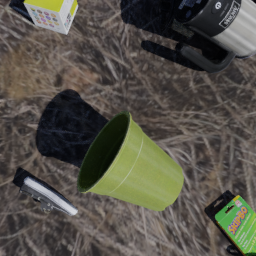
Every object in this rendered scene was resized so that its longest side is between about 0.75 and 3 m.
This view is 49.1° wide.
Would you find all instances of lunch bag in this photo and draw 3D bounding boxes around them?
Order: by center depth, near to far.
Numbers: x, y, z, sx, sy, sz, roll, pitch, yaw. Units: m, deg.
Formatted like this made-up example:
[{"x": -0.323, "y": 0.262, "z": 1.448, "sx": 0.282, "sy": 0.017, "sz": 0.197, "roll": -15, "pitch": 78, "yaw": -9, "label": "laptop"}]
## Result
[{"x": 2.190, "y": -4.144, "z": 9.643, "sx": 1.024, "sy": 1.232, "sz": 1.469, "roll": 33, "pitch": 78, "yaw": 8, "label": "lunch bag"}]

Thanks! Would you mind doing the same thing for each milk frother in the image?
[{"x": 2.613, "y": -3.596, "z": 9.251, "sx": 2.700, "sy": 2.591, "sz": 2.871, "roll": 19, "pitch": 40, "yaw": -30, "label": "milk frother"}]

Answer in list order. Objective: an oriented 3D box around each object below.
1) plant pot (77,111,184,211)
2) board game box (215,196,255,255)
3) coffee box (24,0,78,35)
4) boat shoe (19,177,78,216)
[{"x": 0.210, "y": 1.116, "z": 7.578, "sx": 2.258, "sy": 2.377, "sz": 2.377, "roll": 33, "pitch": 76, "yaw": -20, "label": "plant pot"}, {"x": 3.615, "y": 3.168, "z": 8.235, "sx": 1.057, "sy": 0.332, "sz": 2.212, "roll": -37, "pitch": 81, "yaw": -11, "label": "board game box"}, {"x": -2.596, "y": -4.256, "z": 9.666, "sx": 1.255, "sy": 1.243, "sz": 1.257, "roll": 17, "pitch": 76, "yaw": 4, "label": "coffee box"}, {"x": -2.391, "y": 2.148, "z": 8.244, "sx": 1.870, "sy": 0.654, "sz": 0.620, "roll": 30, "pitch": 78, "yaw": 5, "label": "boat shoe"}]
